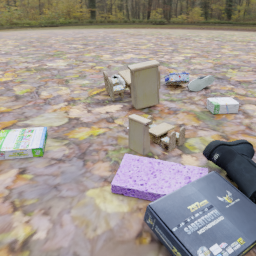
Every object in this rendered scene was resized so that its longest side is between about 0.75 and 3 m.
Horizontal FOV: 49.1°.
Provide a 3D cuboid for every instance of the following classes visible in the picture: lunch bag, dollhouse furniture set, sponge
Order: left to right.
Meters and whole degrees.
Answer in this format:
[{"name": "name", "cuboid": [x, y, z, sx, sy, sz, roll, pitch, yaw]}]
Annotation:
[{"name": "dollhouse furniture set", "cuboid": [0.348, -2.459, 13.230, 2.543, 1.928, 2.902, -15, 34, -14]}, {"name": "dollhouse furniture set", "cuboid": [0.860, 0.012, 9.340, 1.708, 1.134, 1.497, -23, 33, -40]}, {"name": "sponge", "cuboid": [0.833, 1.346, 7.236, 2.327, 0.347, 1.298, 9, 33, 15]}, {"name": "lunch bag", "cuboid": [2.650, -2.721, 15.419, 1.229, 0.580, 1.534, -1, 1, -7]}]

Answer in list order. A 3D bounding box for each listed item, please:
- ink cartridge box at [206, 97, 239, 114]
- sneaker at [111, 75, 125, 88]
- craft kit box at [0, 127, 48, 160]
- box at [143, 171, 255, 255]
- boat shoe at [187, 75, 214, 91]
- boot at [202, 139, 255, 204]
[{"name": "ink cartridge box", "cuboid": [4.137, -0.982, 12.277, 1.132, 0.495, 0.823, -4, 26, -6]}, {"name": "sneaker", "cuboid": [-0.506, -2.561, 15.370, 0.748, 0.807, 1.991, 10, 25, 24]}, {"name": "craft kit box", "cuboid": [-3.542, 0.479, 9.288, 1.573, 0.386, 1.592, -1, 24, -9]}, {"name": "box", "cuboid": [1.625, 1.867, 5.619, 2.102, 0.536, 1.658, -16, 42, -32]}, {"name": "boat shoe", "cuboid": [3.888, -2.430, 15.295, 1.822, 0.689, 0.550, -16, 15, -25]}, {"name": "boot", "cuboid": [3.199, 1.133, 7.363, 2.181, 0.833, 1.833, 7, 33, -41]}]
